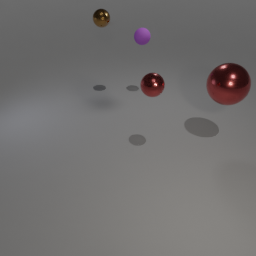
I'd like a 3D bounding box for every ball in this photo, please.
[{"bbox_3d":[-1.059,-4.386,11.187,0.700,0.700,0.700,0,33,0],"label":"ball"},{"bbox_3d":[3.329,-1.452,9.307,1.400,1.400,1.400,0,33,0],"label":"ball"},{"bbox_3d":[0.605,-3.889,11.900,0.700,0.700,0.700,0,33,0],"label":"ball"},{"bbox_3d":[0.704,-1.233,8.034,0.700,0.700,0.700,0,33,0],"label":"ball"}]
